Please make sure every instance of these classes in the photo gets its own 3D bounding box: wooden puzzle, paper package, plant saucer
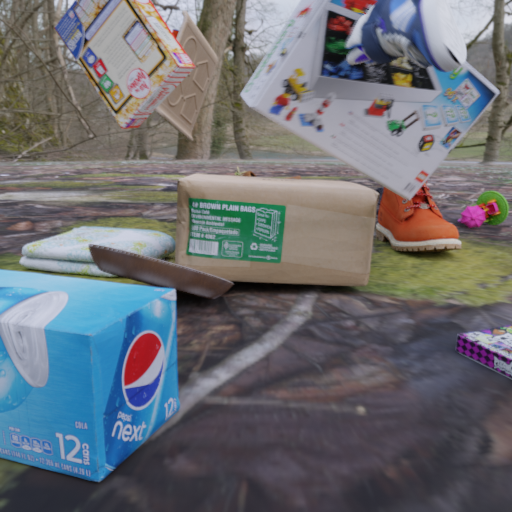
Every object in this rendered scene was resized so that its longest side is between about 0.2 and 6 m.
[{"bbox_3d":[-1.608,-3.843,12.208,0.513,2.218,2.054,15,-2,14],"label":"wooden puzzle"},{"bbox_3d":[0.270,-0.499,8.849,2.829,1.463,2.696,4,9,-1],"label":"paper package"},{"bbox_3d":[-1.272,0.251,7.384,1.951,0.313,1.951,13,-6,1],"label":"plant saucer"}]

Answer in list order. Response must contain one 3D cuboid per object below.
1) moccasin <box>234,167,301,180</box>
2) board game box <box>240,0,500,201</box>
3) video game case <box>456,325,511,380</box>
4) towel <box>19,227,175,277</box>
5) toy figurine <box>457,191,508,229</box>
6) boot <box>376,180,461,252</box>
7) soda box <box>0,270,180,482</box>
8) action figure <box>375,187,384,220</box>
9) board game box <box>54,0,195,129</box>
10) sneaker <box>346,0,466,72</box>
[{"bbox_3d":[-0.202,-2.163,17.448,3.265,1.260,1.194,4,13,19],"label":"moccasin"},{"bbox_3d":[1.935,-2.622,9.036,3.778,2.385,0.654,23,25,-33],"label":"board game box"},{"bbox_3d":[2.870,0.988,5.481,1.184,0.234,1.306,-5,13,-21],"label":"video game case"},{"bbox_3d":[-2.720,-0.076,9.796,2.122,0.511,1.816,4,16,17],"label":"towel"},{"bbox_3d":[5.382,-1.018,13.785,1.074,0.876,1.167,-19,-1,-31],"label":"toy figurine"},{"bbox_3d":[3.145,-0.884,11.141,1.062,1.518,2.831,-1,14,-11],"label":"boot"},{"bbox_3d":[-2.371,0.745,4.601,3.376,1.083,1.145,4,13,20],"label":"soda box"},{"bbox_3d":[3.161,-1.003,13.537,0.814,0.699,1.370,24,46,-19],"label":"action figure"},{"bbox_3d":[-2.148,-3.350,8.994,1.566,2.067,0.479,-35,-3,32],"label":"board game box"},{"bbox_3d":[1.829,-2.703,7.239,1.385,1.892,0.762,-29,-47,35],"label":"sneaker"}]
